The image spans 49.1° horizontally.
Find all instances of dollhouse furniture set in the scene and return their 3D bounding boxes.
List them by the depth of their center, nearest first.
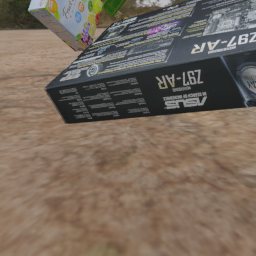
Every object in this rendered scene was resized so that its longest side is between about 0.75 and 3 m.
[{"bbox_3d":[0.044,-3.339,8.142,1.399,0.702,0.916,38,19,-7],"label":"dollhouse furniture set"}]

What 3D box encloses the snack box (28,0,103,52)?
[{"bbox_3d":[-1.728,-3.565,8.270,0.706,1.760,2.087,5,-14,31],"label":"snack box"}]

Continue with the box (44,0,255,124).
[{"bbox_3d":[0.537,-0.936,3.302,2.475,0.539,1.983,-5,37,30],"label":"box"}]
